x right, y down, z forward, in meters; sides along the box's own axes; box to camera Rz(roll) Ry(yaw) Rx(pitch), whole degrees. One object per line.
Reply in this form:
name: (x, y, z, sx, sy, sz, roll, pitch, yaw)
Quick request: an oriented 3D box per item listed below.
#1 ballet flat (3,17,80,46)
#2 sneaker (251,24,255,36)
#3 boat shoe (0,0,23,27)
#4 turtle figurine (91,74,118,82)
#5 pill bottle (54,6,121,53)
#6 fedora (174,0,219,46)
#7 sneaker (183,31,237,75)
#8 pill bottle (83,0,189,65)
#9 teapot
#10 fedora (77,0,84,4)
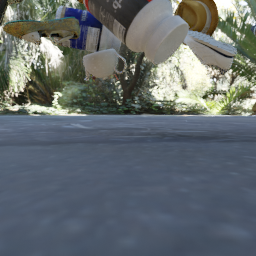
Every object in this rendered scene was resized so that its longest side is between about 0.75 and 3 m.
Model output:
ballet flat: (-2.341, -2.681, 7.878, 2.113, 0.747, 0.747, -15, 9, -24)
sneaker: (4.273, -2.756, 7.878, 1.485, 0.555, 0.789, 12, 28, 7)
boat shoe: (-2.510, -3.131, 5.864, 0.857, 2.739, 0.975, 0, 34, -49)
turtle figurine: (-1.062, -2.378, 11.750, 1.056, 1.309, 0.422, -30, -11, -2)
pill bottle: (-1.335, -3.334, 9.720, 2.248, 1.301, 1.301, 9, 2, -10)
fedora: (1.741, -3.042, 7.752, 1.515, 1.515, 0.618, 3, 4, 40)
sneaker: (1.860, -1.913, 6.912, 0.612, 0.644, 1.601, -22, 50, -34)
pill bottle: (0.178, -2.692, 6.612, 2.400, 1.390, 1.390, 46, 19, 15)
teapot: (-0.812, -2.014, 9.078, 1.205, 0.891, 1.221, -19, 13, -18)
fedora: (-1.441, -4.100, 7.971, 0.467, 1.146, 1.146, -29, 22, -38)
